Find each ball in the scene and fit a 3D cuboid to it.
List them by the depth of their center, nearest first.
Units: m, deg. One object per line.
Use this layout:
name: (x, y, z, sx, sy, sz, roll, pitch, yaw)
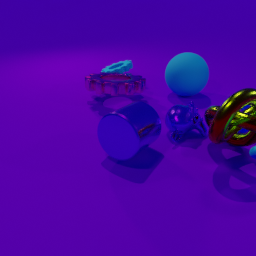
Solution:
ball: (1.895, -1.721, 9.044, 1.385, 1.385, 1.385, 0, 29, 0)

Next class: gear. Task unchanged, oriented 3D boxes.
gear: (-0.395, -1.422, 8.811, 1.875, 0.347, 1.875, 2, 21, -1)
gear: (-0.399, -2.177, 10.288, 1.159, 0.214, 1.159, -16, 24, 8)

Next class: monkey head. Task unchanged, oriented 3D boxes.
monkey head: (1.443, -0.113, 7.041, 0.867, 1.035, 1.439, -29, 23, 24)

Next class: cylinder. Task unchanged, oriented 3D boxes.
cylinder: (0.045, 0.042, 6.122, 1.047, 1.047, 1.047, 17, 27, 28)

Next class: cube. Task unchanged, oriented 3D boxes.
cube: (3.307, -0.299, 7.036, 0.818, 0.818, 0.818, 21, 35, 26)

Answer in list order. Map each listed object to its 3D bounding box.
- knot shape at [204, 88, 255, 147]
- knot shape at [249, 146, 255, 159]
knot shape: (2.395, -0.122, 5.929, 2.012, 0.930, 1.883, -1, -12, -16)
knot shape: (2.747, 0.619, 5.166, 0.588, 1.191, 1.273, -40, 43, 13)
